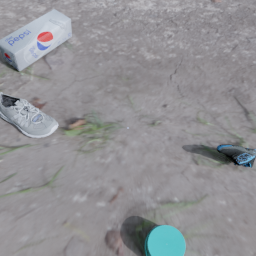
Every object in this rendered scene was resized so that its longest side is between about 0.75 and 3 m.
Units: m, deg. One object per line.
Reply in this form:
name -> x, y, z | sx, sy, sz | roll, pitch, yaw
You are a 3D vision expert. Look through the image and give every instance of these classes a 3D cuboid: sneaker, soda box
sneaker -> 2.917, 0.740, 7.450 | 1.309, 0.479, 0.536 | 12, 88, -22
soda box -> -3.438, -3.404, 10.687 | 0.951, 0.884, 2.786 | 36, 60, 15
sneaker -> -3.095, -0.398, 8.329 | 2.178, 0.893, 0.814 | 20, 54, 16

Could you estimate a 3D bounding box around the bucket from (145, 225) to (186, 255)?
bucket -> 0.806, 2.587, 6.075 | 0.936, 0.609, 0.936 | -1, 54, 1
